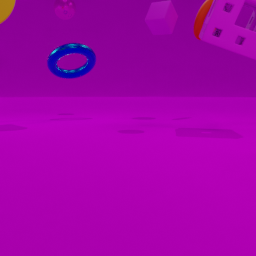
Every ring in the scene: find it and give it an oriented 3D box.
[{"bbox_3d":[-1.900,-2.246,9.527,1.668,0.334,1.668,-14,-23,-6],"label":"ring"},{"bbox_3d":[2.560,-3.468,8.906,0.273,1.367,1.367,36,26,29],"label":"ring"}]

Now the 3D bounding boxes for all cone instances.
[{"bbox_3d":[-3.280,-2.726,6.525,1.512,1.512,1.518,-1,-4,-12],"label":"cone"}]

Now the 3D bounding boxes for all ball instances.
[{"bbox_3d":[-2.417,-4.597,10.722,0.848,0.848,0.848,0,7,0],"label":"ball"}]

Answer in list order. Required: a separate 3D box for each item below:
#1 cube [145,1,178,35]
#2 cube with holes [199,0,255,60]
[{"bbox_3d":[1.077,-3.509,8.970,0.711,0.711,0.711,9,-19,34],"label":"cube"},{"bbox_3d":[2.272,-2.163,5.443,1.295,1.295,1.295,21,24,3],"label":"cube with holes"}]
